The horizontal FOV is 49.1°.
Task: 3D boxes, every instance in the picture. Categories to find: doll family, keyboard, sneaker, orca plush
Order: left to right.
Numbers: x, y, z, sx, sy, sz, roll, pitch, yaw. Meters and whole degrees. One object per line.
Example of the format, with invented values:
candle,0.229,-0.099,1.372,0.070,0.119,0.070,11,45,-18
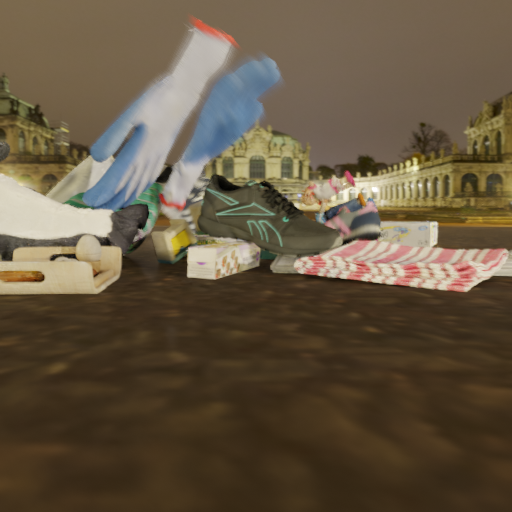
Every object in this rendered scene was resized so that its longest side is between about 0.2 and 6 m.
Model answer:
orca plush,-3.451,-0.465,7.859,3.877,2.040,1.378,-3,-27,-5
sneaker,-2.364,-0.406,9.733,1.371,1.612,3.684,18,29,4
sneaker,-1.298,-1.129,12.164,2.264,1.228,0.794,47,4,-43
sneaker,0.140,-0.554,7.751,2.206,0.874,0.832,14,17,24
sneaker,1.617,-0.560,11.221,1.834,0.752,0.643,-11,-22,30
doll family,1.836,-0.858,12.564,1.448,1.051,2.333,-25,-28,21
keyboard,2.841,0.082,7.417,5.187,0.277,1.460,0,4,9

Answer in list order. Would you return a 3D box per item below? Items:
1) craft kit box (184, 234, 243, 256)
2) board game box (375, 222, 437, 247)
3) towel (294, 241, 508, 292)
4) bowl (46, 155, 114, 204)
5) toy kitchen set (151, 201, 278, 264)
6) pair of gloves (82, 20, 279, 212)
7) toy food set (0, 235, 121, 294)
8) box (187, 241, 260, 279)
craft kit box,-0.826,-0.233,11.100,1.862,0.457,1.885,2,4,-2
board game box,2.837,-0.600,14.796,3.586,0.614,2.411,2,4,22
towel,1.669,0.027,6.449,2.050,0.307,1.500,6,11,35
bowl,-3.495,-0.905,11.350,2.622,1.178,2.622,-42,11,10
toy kitchen set,-0.544,-0.199,8.720,1.634,0.963,1.309,2,30,37
pair of gloves,-0.972,-1.815,8.268,0.429,3.028,3.766,40,17,10
toy food set,-2.163,0.058,5.808,1.259,0.530,1.754,0,4,-4
box,-0.379,0.024,7.408,0.395,0.369,1.907,5,5,17
